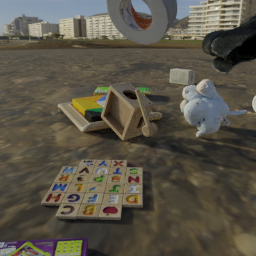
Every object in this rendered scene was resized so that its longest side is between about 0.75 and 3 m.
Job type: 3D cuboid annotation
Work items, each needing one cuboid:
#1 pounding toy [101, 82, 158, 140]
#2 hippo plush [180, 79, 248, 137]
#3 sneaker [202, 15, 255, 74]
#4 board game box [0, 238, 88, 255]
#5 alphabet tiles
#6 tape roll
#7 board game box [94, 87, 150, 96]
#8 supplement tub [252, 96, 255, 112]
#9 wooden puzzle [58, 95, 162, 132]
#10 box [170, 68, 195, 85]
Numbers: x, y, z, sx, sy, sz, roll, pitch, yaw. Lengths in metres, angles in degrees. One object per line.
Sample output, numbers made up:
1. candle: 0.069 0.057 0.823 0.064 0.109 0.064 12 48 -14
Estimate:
1. pounding toy: 0.251 -0.428 7.134 0.786 1.510 1.719 -16 50 -39
2. hippo plush: 2.089 -0.317 7.810 1.752 1.395 1.409 42 44 -4
3. sneaker: 3.262 -2.347 7.660 2.949 0.886 1.538 -22 33 -17
4. board game box: -1.097 1.623 3.312 1.198 0.193 0.719 -1 15 -3
5. alphabet tiles: -0.556 1.033 5.149 1.659 0.063 1.993 1 19 3
6. tape roll: 0.396 -3.604 8.454 2.094 2.094 0.692 13 55 34
7. board game box: -0.223 -1.544 12.206 2.359 0.354 1.127 -1 20 4
8. supplement tub: 4.986 -0.892 9.677 1.209 0.741 0.741 -11 22 -27
9. wooden puzzle: -0.699 -0.653 9.304 2.640 0.531 2.854 -11 22 -27
10. box: 2.912 -2.770 15.074 1.180 0.755 0.643 17 25 40
